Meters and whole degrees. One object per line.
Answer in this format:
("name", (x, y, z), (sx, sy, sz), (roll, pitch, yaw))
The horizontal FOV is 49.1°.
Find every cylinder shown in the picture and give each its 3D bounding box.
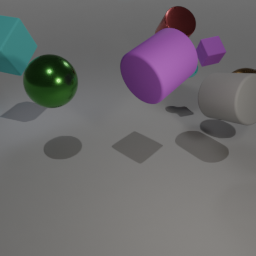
("cylinder", (0.766, -1.540, 6.979), (1.400, 1.400, 1.400), (27, 56, 38))
("cylinder", (2.039, -4.307, 12.246), (1.400, 1.400, 1.400), (-8, -8, -14))
("cylinder", (3.001, -0.874, 8.073), (1.400, 1.400, 1.400), (-17, 19, -27))

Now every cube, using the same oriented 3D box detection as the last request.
("cube", (2.902, -2.702, 9.895), (0.700, 0.700, 0.700), (-14, 72, -10))
("cube", (-4.296, -2.865, 9.695), (1.400, 1.400, 1.400), (14, 69, 15))

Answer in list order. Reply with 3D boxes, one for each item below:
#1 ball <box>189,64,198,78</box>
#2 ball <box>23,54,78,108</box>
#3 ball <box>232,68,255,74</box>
("ball", (2.358, -2.301, 10.828), (0.700, 0.700, 0.700), (0, 30, 0))
("ball", (-2.023, -1.222, 7.381), (1.400, 1.400, 1.400), (0, 30, 0))
("ball", (3.924, -1.319, 9.463), (1.400, 1.400, 1.400), (0, 30, 0))
